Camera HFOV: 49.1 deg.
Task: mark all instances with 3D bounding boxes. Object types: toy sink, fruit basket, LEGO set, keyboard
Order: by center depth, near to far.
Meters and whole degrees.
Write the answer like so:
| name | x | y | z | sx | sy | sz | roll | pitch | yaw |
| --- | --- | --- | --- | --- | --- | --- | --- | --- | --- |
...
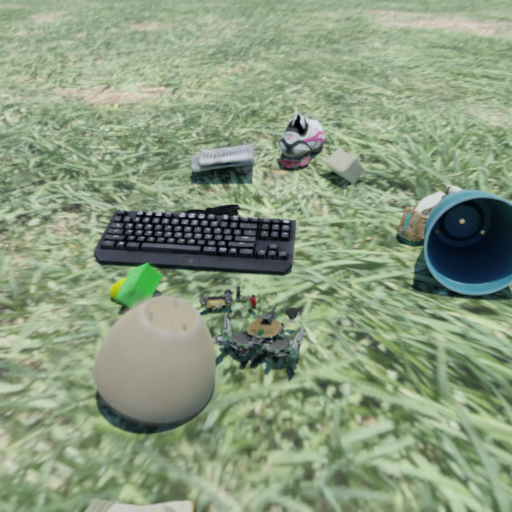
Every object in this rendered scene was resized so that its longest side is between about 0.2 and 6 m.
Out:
| name | x | y | z | sx | sy | sz | roll | pitch | yaw |
| --- | --- | --- | --- | --- | --- | --- | --- | --- | --- |
| LEGO set | -0.033 | 1.218 | 9.153 | 1.511 | 0.659 | 2.326 | -6 | 20 | -13 |
| fruit basket | -2.191 | 0.620 | 10.011 | 0.652 | 0.904 | 0.904 | 41 | 29 | -17 |
| keyboard | -1.157 | -0.545 | 11.807 | 3.967 | 0.509 | 2.382 | 4 | 33 | 5 |
| toy sink | 2.224 | -2.342 | 14.277 | 0.521 | 0.606 | 0.930 | -50 | 44 | 3 |

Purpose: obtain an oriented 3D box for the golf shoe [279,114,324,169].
| name | x | y | z | sx | sy | sz | roll | pitch | yaw |
| --- | --- | --- | --- | --- | --- | --- | --- | --- | --- |
| golf shoe | 1.357 | -3.405 | 15.567 | 0.952 | 1.207 | 2.621 | 9 | 33 | 15 |

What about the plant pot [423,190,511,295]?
| name | x | y | z | sx | sy | sz | roll | pitch | yaw |
| --- | --- | --- | --- | --- | --- | --- | --- | --- | --- |
| plant pot | 4.011 | -0.442 | 10.596 | 1.842 | 1.842 | 1.731 | 5 | 20 | 7 |

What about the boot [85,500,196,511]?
| name | x | y | z | sx | sy | sz | roll | pitch | yaw |
| --- | --- | --- | --- | --- | --- | --- | --- | --- | --- |
| boot | -1.351 | 3.272 | 5.790 | 1.300 | 0.606 | 1.681 | 2 | 27 | 2 |

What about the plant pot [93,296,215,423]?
| name | x | y | z | sx | sy | sz | roll | pitch | yaw |
| --- | --- | --- | --- | --- | --- | --- | --- | --- | --- |
| plant pot | -1.320 | 1.273 | 7.936 | 1.759 | 1.181 | 1.759 | 15 | 31 | -9 |

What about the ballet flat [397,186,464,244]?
| name | x | y | z | sx | sy | sz | roll | pitch | yaw |
| --- | --- | --- | --- | --- | --- | --- | --- | --- | --- |
| ballet flat | 4.142 | -1.027 | 12.189 | 2.638 | 0.861 | 0.930 | -25 | 40 | -33 |

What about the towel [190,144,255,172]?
| name | x | y | z | sx | sy | sz | roll | pitch | yaw |
| --- | --- | --- | --- | --- | --- | --- | --- | --- | --- |
| towel | -0.863 | -2.608 | 14.573 | 1.657 | 0.286 | 1.596 | -7 | 25 | 3 |
